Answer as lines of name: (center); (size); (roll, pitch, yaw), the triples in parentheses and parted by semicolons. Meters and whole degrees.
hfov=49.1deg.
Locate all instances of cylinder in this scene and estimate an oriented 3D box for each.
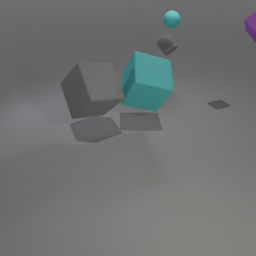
cylinder: (1.807, -3.844, 12.951); (0.700, 0.700, 0.700); (-26, 78, -37)

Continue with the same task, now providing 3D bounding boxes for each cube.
cube: (-1.219, -1.273, 9.518); (1.400, 1.400, 1.400); (-10, -16, -41)
cube: (0.642, -1.623, 10.004); (1.400, 1.400, 1.400); (10, 57, -18)
cube: (4.582, -3.563, 9.756); (0.700, 0.700, 0.700); (-32, 64, 15)

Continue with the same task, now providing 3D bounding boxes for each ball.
ball: (1.829, -4.543, 11.755); (0.700, 0.700, 0.700); (0, 30, 0)
